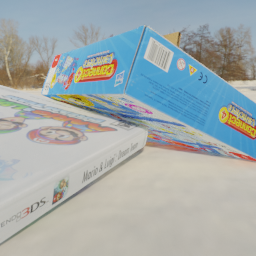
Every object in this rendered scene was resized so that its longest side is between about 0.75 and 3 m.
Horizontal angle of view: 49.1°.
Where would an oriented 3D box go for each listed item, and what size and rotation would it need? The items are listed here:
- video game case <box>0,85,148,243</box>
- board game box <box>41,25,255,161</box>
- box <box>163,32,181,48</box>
[{"bbox_3d":[-1.623,-0.022,3.025,2.996,0.355,2.727,17,17,21],"label":"video game case"},{"bbox_3d":[0.317,-0.334,3.999,2.410,0.673,2.359,22,-7,-33],"label":"board game box"},{"bbox_3d":[1.309,-3.215,12.450,0.231,1.779,2.176,15,-8,-42],"label":"box"}]
